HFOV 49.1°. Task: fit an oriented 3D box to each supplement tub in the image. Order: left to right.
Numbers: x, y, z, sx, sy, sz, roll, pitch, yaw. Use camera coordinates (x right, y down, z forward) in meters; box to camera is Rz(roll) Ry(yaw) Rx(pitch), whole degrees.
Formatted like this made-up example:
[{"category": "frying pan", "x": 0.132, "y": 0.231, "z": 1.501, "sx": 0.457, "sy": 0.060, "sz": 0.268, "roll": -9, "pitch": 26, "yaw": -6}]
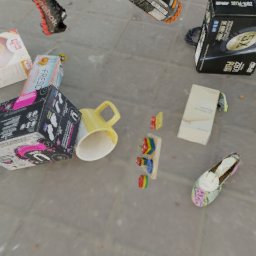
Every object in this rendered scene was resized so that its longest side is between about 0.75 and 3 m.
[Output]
[{"category": "supplement tub", "x": 0.993, "y": -4.595, "z": 9.963, "sx": 1.901, "sy": 1.165, "sz": 1.165, "roll": 17, "pitch": 43, "yaw": -41}]

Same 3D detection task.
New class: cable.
[{"category": "cable", "x": 3.114, "y": -4.019, "z": 12.372, "sx": 1.137, "sy": 0.354, "sz": 1.394, "roll": 19, "pitch": 59, "yaw": 19}]

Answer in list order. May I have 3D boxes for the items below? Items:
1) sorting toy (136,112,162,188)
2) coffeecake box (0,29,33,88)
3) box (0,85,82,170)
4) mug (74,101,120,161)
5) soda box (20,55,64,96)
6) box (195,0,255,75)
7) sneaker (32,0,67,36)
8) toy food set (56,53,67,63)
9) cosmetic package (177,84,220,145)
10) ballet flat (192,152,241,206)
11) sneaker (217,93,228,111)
[{"category": "sorting toy", "x": 0.418, "y": 0.508, "z": 5.992, "sx": 0.298, "sy": 0.849, "sz": 1.761, "roll": 7, "pitch": 95, "yaw": -11}, {"category": "coffeecake box", "x": -5.228, "y": -2.571, "z": 10.938, "sx": 2.615, "sy": 0.956, "sz": 2.008, "roll": -24, "pitch": 59, "yaw": -16}, {"category": "box", "x": -2.865, "y": 0.104, "z": 8.217, "sx": 2.548, "sy": 1.462, "sz": 1.684, "roll": -14, "pitch": 51, "yaw": 27}, {"category": "mug", "x": -1.077, "y": 0.027, "z": 8.987, "sx": 1.683, "sy": 1.348, "sz": 1.381, "roll": -25, "pitch": 50, "yaw": -11}, {"category": "soda box", "x": -3.127, "y": -1.371, "z": 10.104, "sx": 0.882, "sy": 0.949, "sz": 2.774, "roll": 5, "pitch": 55, "yaw": 4}, {"category": "box", "x": 3.863, "y": -3.328, "z": 10.341, "sx": 2.260, "sy": 2.760, "sz": 1.188, "roll": 3, "pitch": 58, "yaw": 1}, {"category": "sneaker", "x": -1.948, "y": -3.059, "z": 7.099, "sx": 0.745, "sy": 1.524, "sz": 0.539, "roll": 7, "pitch": 50, "yaw": 10}, {"category": "toy food set", "x": -2.894, "y": -2.880, "z": 11.585, "sx": 0.764, "sy": 0.250, "sz": 0.450, "roll": -37, "pitch": 63, "yaw": -23}, {"category": "cosmetic package", "x": 2.446, "y": -0.493, "z": 9.649, "sx": 1.015, "sy": 0.717, "sz": 1.961, "roll": 15, "pitch": 56, "yaw": 10}, {"category": "ballet flat", "x": 2.631, "y": 1.400, "z": 8.302, "sx": 2.111, "sy": 0.751, "sz": 0.730, "roll": -38, "pitch": 58, "yaw": -23}, {"category": "sneaker", "x": 3.389, "y": -0.959, "z": 10.230, "sx": 0.338, "sy": 0.309, "sz": 0.836, "roll": -4, "pitch": 54, "yaw": 1}]
